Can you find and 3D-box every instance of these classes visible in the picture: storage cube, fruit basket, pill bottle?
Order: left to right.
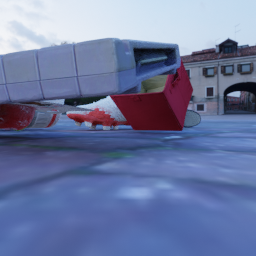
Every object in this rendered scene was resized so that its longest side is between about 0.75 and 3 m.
[{"bbox_3d":[-1.907,-0.256,3.516,2.328,1.091,2.156,12,-5,-32],"label":"fruit basket"},{"bbox_3d":[-2.929,-0.750,5.853,2.806,1.598,1.598,-2,3,-38],"label":"pill bottle"},{"bbox_3d":[0.468,-0.630,4.987,1.173,1.002,1.054,1,-35,31],"label":"storage cube"}]

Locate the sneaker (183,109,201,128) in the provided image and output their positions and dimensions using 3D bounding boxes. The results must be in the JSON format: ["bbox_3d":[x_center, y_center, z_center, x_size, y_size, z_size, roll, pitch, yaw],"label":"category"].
[{"bbox_3d":[1.321,-0.292,8.261,1.421,0.540,1.027,-1,5,-9],"label":"sneaker"}]

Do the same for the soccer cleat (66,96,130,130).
[{"bbox_3d":[-0.133,-0.549,6.588,2.742,1.168,0.941,-1,2,-31],"label":"soccer cleat"}]

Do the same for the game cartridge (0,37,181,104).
[{"bbox_3d":[-0.390,-0.560,2.693,1.493,0.442,2.303,-6,13,21],"label":"game cartridge"}]
